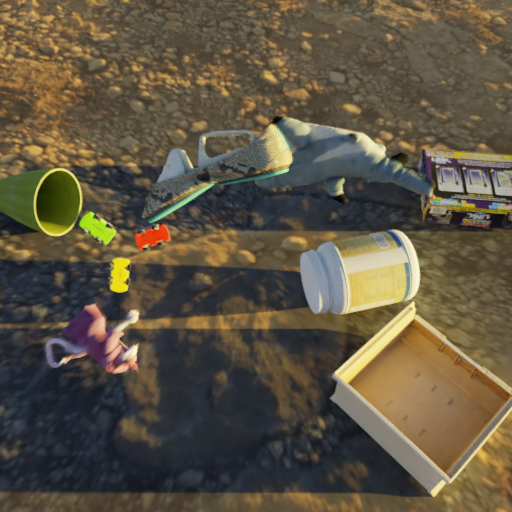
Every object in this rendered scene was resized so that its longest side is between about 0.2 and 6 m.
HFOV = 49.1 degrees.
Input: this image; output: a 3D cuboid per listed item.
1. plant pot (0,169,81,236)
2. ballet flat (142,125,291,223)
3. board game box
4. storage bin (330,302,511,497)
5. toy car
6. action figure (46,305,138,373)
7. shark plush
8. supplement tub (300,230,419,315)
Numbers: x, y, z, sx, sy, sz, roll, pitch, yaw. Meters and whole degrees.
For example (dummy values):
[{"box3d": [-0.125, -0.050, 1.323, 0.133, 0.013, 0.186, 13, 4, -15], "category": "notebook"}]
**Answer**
[{"box3d": [-4.700, -1.197, 11.720, 1.473, 1.379, 1.379, 9, 52, 21], "category": "plant pot"}, {"box3d": [-0.711, -1.301, 8.255, 2.457, 0.925, 0.833, -19, 10, 17], "category": "ballet flat"}, {"box3d": [4.727, -1.479, 12.267, 2.170, 0.615, 1.794, 6, 51, 4], "category": "board game box"}, {"box3d": [2.761, 2.226, 9.138, 2.212, 1.044, 2.228, -36, 60, -24], "category": "storage bin"}, {"box3d": [-2.299, -0.258, 9.194, 1.388, 1.306, 0.310, -50, 20, 0], "category": "toy car"}, {"box3d": [-2.083, 1.185, 7.451, 0.995, 0.895, 1.336, -25, 36, -38], "category": "action figure"}, {"box3d": [1.508, -1.528, 9.798, 3.087, 1.286, 1.402, 14, 12, 8], "category": "shark plush"}, {"box3d": [1.882, 0.326, 10.389, 1.886, 1.364, 1.364, -11, 53, -8], "category": "supplement tub"}]
